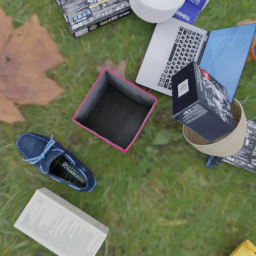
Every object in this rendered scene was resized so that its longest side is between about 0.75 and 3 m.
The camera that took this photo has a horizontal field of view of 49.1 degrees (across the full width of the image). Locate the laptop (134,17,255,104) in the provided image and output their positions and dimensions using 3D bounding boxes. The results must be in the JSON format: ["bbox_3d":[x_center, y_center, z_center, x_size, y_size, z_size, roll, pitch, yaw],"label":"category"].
[{"bbox_3d":[1.945,-2.213,8.449,2.690,1.559,2.518,21,83,-3],"label":"laptop"}]

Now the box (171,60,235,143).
[{"bbox_3d":[1.909,-0.693,7.278,1.427,0.816,1.568,32,43,-28],"label":"box"}]

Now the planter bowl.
[{"bbox_3d":[2.641,0.107,8.107,1.741,1.741,1.172,-49,124,-5],"label":"planter bowl"}]

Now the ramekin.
[{"bbox_3d":[0.852,-4.142,8.762,1.811,0.843,1.811,4,71,-12],"label":"ramekin"}]

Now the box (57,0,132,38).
[{"bbox_3d":[-1.179,-4.183,9.221,2.136,0.524,1.722,-25,85,-3],"label":"box"}]

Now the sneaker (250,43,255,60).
[{"bbox_3d":[4.637,-2.025,8.862,0.702,0.731,1.863,-38,85,-3],"label":"sneaker"}]

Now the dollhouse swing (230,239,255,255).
[{"bbox_3d":[3.414,4.050,8.057,1.194,1.085,1.049,-43,64,-5],"label":"dollhouse swing"}]

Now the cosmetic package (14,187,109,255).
[{"bbox_3d":[-1.890,2.910,8.216,2.393,0.875,1.239,32,84,4],"label":"cosmetic package"}]

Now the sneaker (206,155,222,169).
[{"bbox_3d":[2.728,0.808,8.736,0.385,0.401,1.023,24,100,-19],"label":"sneaker"}]

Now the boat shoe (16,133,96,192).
[{"bbox_3d":[-2.146,0.920,8.404,2.760,0.947,1.161,27,84,3],"label":"boat shoe"}]

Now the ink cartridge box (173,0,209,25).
[{"bbox_3d":[1.702,-5.299,9.325,2.808,0.571,2.814,30,85,3],"label":"ink cartridge box"}]

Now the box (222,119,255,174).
[{"bbox_3d":[3.997,0.644,8.683,1.842,0.458,1.453,21,84,2],"label":"box"}]

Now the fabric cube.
[{"bbox_3d":[-0.337,-0.385,8.183,1.719,1.714,1.687,31,83,4],"label":"fabric cube"}]
